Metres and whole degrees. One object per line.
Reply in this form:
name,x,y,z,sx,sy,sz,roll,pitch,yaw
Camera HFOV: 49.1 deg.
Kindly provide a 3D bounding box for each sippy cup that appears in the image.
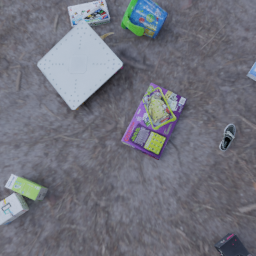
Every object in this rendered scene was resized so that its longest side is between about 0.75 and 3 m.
sippy cup,0.732,-4.541,11.528,1.522,1.631,2.077,29,85,-3

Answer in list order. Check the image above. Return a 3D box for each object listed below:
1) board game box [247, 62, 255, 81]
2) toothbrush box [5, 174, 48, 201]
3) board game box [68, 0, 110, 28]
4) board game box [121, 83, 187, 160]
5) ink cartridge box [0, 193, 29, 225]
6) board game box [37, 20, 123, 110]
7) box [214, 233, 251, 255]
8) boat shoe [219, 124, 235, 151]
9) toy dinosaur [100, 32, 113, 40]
board game box,5.786,-2.340,11.457,1.313,0.285,1.306,34,78,9
toothbrush box,-3.544,2.108,9.871,1.175,0.855,0.506,24,75,6
board game box,-1.693,-4.942,12.209,1.669,0.289,1.054,-13,74,-4
board game box,1.028,-0.291,10.833,1.605,0.432,2.673,27,75,3
ink cartridge box,-4.087,2.815,9.755,0.929,0.682,0.678,-33,76,-10
board game box,-1.900,-2.459,11.010,2.622,0.339,2.621,-42,75,6
box,3.606,4.265,9.352,0.746,0.647,1.220,-34,76,-9
boat shoe,3.807,0.327,10.630,0.421,0.389,1.140,30,76,8
toy dinosaur,-1.772,-3.363,11.683,1.230,0.708,2.432,41,77,-7
